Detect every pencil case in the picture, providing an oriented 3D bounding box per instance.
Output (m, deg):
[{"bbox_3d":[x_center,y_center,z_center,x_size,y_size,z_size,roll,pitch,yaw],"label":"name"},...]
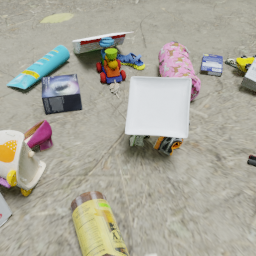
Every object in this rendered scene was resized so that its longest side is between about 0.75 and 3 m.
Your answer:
[{"bbox_3d":[1.913,-2.171,10.723,1.202,1.256,2.903,19,40,-18],"label":"pencil case"}]

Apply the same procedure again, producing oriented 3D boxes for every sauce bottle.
[{"bbox_3d":[-0.438,2.642,5.738,0.918,0.918,2.837,-15,47,-16],"label":"sauce bottle"}]

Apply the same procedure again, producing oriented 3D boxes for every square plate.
[{"bbox_3d":[0.796,-0.553,7.339,1.622,0.231,1.606,4,79,12],"label":"square plate"}]

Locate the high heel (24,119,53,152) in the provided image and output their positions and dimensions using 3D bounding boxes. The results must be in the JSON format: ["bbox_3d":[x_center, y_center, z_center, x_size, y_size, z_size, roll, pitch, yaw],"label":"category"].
[{"bbox_3d":[-3.202,0.465,7.958,2.158,1.035,0.727,-17,45,-18],"label":"high heel"}]

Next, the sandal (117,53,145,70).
[{"bbox_3d":[0.123,-2.986,12.045,1.386,0.603,0.551,20,48,23],"label":"sandal"}]

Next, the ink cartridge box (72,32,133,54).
[{"bbox_3d":[-1.114,-3.668,12.082,2.105,0.655,2.616,-17,23,-18],"label":"ink cartridge box"}]

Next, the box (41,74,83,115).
[{"bbox_3d":[-2.363,-1.244,10.001,1.297,0.806,1.307,-8,43,-10],"label":"box"}]

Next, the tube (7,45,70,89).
[{"bbox_3d":[-3.548,-2.421,11.450,1.098,0.715,2.836,10,46,35],"label":"tube"}]

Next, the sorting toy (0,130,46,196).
[{"bbox_3d":[-3.301,0.846,6.945,1.871,2.078,1.110,12,64,5],"label":"sorting toy"}]

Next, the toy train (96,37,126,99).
[{"bbox_3d":[-0.592,-2.393,10.795,1.022,1.397,2.415,-11,43,-10],"label":"toy train"}]

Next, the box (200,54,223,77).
[{"bbox_3d":[3.601,-2.717,12.006,0.874,0.234,1.442,11,45,11],"label":"box"}]

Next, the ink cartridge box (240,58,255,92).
[{"bbox_3d":[5.120,-2.090,10.540,1.073,0.610,1.472,31,74,15],"label":"ink cartridge box"}]

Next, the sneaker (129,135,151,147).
[{"bbox_3d":[0.458,0.153,8.802,0.567,0.492,1.279,21,52,7],"label":"sneaker"}]

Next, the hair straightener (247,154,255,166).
[{"bbox_3d":[3.929,1.159,7.853,1.174,0.240,0.452,26,49,19],"label":"hair straightener"}]

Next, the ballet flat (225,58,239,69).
[{"bbox_3d":[4.596,-2.795,12.071,0.842,0.268,0.284,30,51,28],"label":"ballet flat"}]

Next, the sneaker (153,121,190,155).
[{"bbox_3d":[1.456,0.278,8.559,0.610,0.618,1.580,38,59,20],"label":"sneaker"}]

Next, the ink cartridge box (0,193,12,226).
[{"bbox_3d":[-3.914,1.427,5.567,1.222,2.854,2.106,25,48,27],"label":"ink cartridge box"}]

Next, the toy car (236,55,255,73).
[{"bbox_3d":[6.162,-2.699,11.695,2.905,0.648,2.733,22,47,21],"label":"toy car"}]
